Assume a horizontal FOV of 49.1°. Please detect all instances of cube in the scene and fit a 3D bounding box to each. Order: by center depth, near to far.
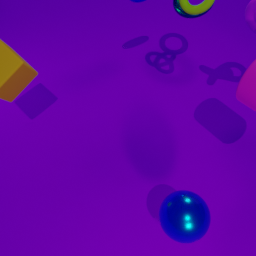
[{"bbox_3d":[-2.744,-1.268,6.085,0.943,0.943,0.943,43,88,3],"label":"cube"}]

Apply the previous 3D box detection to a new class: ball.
[{"bbox_3d":[0.976,1.529,4.858,0.884,0.884,0.884,0,54,0],"label":"ball"}]

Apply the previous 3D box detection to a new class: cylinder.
[{"bbox_3d":[2.855,-0.715,5.294,1.115,1.115,1.115,-32,55,-21],"label":"cylinder"}]

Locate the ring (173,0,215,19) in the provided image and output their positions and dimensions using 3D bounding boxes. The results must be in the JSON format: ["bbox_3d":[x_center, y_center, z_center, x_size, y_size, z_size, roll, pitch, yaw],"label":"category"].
[{"bbox_3d":[1.810,-3.545,7.710,1.152,0.230,1.152,-5,74,17],"label":"ring"}]

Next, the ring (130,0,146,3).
[{"bbox_3d":[0.436,-3.705,7.129,1.157,1.157,0.231,-26,73,-17],"label":"ring"}]

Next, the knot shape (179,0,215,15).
[{"bbox_3d":[1.447,-3.045,5.730,1.094,0.540,1.170,-40,102,-2],"label":"knot shape"}]

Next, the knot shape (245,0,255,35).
[{"bbox_3d":[3.255,-2.415,5.834,1.714,1.604,0.792,-9,94,-37],"label":"knot shape"}]
